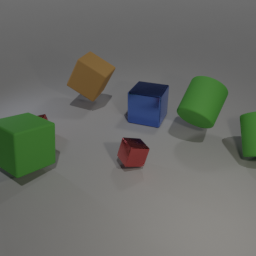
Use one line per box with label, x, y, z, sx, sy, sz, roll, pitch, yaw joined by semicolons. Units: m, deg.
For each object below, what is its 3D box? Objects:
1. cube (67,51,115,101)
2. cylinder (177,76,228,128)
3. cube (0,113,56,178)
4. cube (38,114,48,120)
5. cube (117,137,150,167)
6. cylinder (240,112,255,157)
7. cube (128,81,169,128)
cube;-1.625;-2.311;12.485;1.400;1.400;1.400;32;33;-3
cylinder;2.668;-0.913;10.069;1.400;1.400;1.400;21;76;31
cube;-3.236;0.464;8.658;1.400;1.400;1.400;19;25;33
cube;-3.441;-0.018;10.716;0.700;0.700;0.700;-12;29;9
cube;0.164;0.784;9.079;0.700;0.700;0.700;5;24;-29
cylinder;4.457;0.220;9.158;1.400;1.400;1.400;-2;-7;0
cube;0.868;-1.034;11.908;1.400;1.400;1.400;11;32;18
